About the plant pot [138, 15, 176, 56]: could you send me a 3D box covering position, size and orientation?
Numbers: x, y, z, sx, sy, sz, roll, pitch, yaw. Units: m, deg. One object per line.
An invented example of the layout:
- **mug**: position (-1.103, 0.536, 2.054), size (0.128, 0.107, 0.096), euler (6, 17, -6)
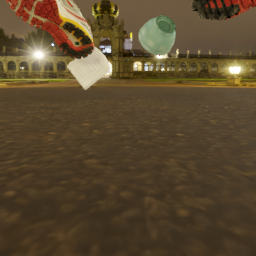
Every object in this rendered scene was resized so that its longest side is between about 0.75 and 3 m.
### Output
- **plant pot**: position (0.974, -2.887, 8.461), size (1.132, 1.132, 0.759), euler (-4, -19, -23)

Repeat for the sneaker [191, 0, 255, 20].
- **sneaker**: position (2.796, -3.328, 6.634), size (2.619, 0.926, 1.280), euler (1, 41, 47)

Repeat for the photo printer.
- **photo printer**: position (-0.997, -1.604, 7.364), size (0.958, 0.797, 0.333), euler (-39, 5, 1)

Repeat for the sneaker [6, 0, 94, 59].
- **sneaker**: position (-1.370, -2.092, 4.959), size (0.754, 1.936, 0.796), euler (-25, 45, 22)
